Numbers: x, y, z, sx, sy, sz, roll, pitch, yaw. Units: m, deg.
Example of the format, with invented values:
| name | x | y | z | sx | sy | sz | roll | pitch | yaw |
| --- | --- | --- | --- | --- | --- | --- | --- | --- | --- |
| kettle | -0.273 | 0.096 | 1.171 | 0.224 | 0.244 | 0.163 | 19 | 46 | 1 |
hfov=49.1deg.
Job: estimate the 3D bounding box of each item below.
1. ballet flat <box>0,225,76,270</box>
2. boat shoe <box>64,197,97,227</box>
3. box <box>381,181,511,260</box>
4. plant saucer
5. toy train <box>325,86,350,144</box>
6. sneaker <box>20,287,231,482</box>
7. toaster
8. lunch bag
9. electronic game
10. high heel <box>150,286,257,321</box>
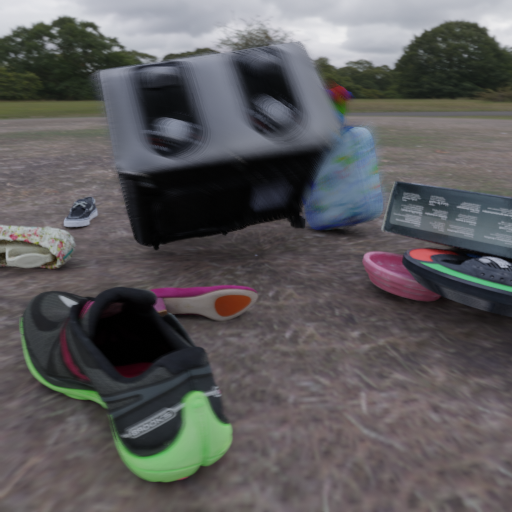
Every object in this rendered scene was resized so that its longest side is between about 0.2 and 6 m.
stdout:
| name | x | y | z | sx | sy | sz | roll | pitch | yaw |
| --- | --- | --- | --- | --- | --- | --- | --- | --- | --- |
| ballet flat | -4.227 | -0.108 | 9.463 | 2.259 | 0.854 | 0.722 | -3 | 38 | 1 |
| boat shoe | -3.951 | -1.023 | 12.656 | 0.544 | 0.514 | 1.515 | 1 | 18 | 3 |
| box | 4.281 | -0.292 | 8.547 | 3.705 | 0.852 | 2.945 | 16 | 7 | 39 |
| plant saucer | 2.261 | 0.320 | 8.419 | 1.390 | 0.352 | 1.390 | 12 | 16 | -4 |
| toy train | 0.828 | -2.755 | 10.779 | 1.829 | 1.059 | 0.774 | 4 | 13 | -3 |
| sneaker | -1.341 | 0.833 | 5.464 | 1.235 | 1.348 | 3.218 | -16 | 24 | -41 |
| toaster | -0.682 | -1.732 | 9.639 | 3.353 | 2.200 | 3.708 | -12 | -17 | -10 |
| lunch bag | 1.683 | -1.580 | 11.710 | 1.634 | 2.033 | 0.838 | -7 | 5 | 36 |
| electronic game | 3.185 | 0.299 | 7.429 | 2.473 | 0.515 | 2.473 | 10 | 13 | -2 |
| high heel | -0.803 | 0.537 | 7.674 | 1.577 | 0.532 | 0.758 | -7 | 30 | -11 |
